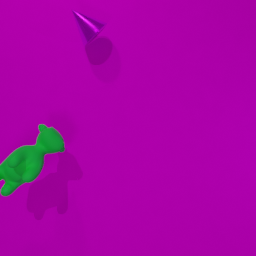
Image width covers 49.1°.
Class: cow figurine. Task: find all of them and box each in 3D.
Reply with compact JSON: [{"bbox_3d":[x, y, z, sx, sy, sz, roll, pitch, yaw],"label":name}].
[{"bbox_3d":[-2.122,0.638,6.147,1.528,1.504,0.839,-34,104,21],"label":"cow figurine"}]

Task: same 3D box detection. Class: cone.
[{"bbox_3d":[-1.149,-2.749,7.312,0.870,0.867,0.867,45,83,-14],"label":"cone"}]
